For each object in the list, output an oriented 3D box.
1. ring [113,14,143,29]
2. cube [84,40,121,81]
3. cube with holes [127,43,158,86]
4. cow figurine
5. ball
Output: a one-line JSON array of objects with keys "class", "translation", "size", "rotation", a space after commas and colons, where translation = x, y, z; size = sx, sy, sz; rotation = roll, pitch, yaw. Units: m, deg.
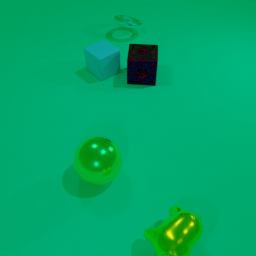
[{"class": "ring", "translation": [0.007, -4.619, 12.166], "size": [1.349, 0.270, 1.349], "rotation": [13, 30, -7]}, {"class": "cube", "translation": [-0.936, -2.511, 10.356], "size": [0.949, 0.949, 0.949], "rotation": [-34, 56, -26]}, {"class": "cube with holes", "translation": [0.523, -2.284, 10.091], "size": [1.042, 1.042, 1.042], "rotation": [4, 48, 3]}, {"class": "cow figurine", "translation": [0.971, 2.343, 5.495], "size": [1.675, 1.648, 0.919], "rotation": [-38, 102, -19]}, {"class": "ball", "translation": [-0.763, 0.829, 7.140], "size": [1.246, 1.246, 1.246], "rotation": [0, 48, 0]}]
